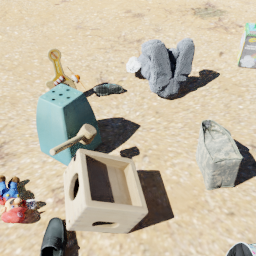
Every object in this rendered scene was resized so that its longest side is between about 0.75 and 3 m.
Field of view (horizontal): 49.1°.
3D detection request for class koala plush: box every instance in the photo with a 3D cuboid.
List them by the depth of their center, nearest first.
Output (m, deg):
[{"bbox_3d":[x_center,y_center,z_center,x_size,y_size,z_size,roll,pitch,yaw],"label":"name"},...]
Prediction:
[{"bbox_3d":[1.285,-2.833,12.868,2.454,2.544,2.768,-11,22,-26],"label":"koala plush"}]

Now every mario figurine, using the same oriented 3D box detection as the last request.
[{"bbox_3d":[-3.360,2.012,8.267,1.048,0.900,1.698,-19,45,-20],"label":"mario figurine"}]

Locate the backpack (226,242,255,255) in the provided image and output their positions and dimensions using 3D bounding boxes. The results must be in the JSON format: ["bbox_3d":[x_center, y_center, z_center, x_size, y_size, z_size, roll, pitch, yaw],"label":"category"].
[{"bbox_3d":[2.927,3.404,6.591,0.978,1.153,1.299,11,34,-22],"label":"backpack"}]

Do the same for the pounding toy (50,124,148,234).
[{"bbox_3d":[-1.158,1.335,7.978,2.576,1.342,2.932,15,38,-29],"label":"pounding toy"}]

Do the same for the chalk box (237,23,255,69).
[{"bbox_3d":[6.505,-4.359,14.054,1.459,2.345,1.451,11,44,11],"label":"chalk box"}]

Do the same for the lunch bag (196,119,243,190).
[{"bbox_3d":[2.806,0.803,9.081,1.096,1.529,1.864,-8,44,-2],"label":"lunch bag"}]

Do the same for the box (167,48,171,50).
[{"bbox_3d":[1.695,-3.896,15.040,1.467,0.361,1.519,14,44,12],"label":"box"}]

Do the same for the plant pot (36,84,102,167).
[{"bbox_3d":[-2.077,-0.181,9.516,1.617,2.288,1.616,24,47,26],"label":"plant pot"}]

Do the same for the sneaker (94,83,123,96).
[{"bbox_3d":[-0.913,-1.766,12.732,1.313,0.495,0.520,-3,28,-12],"label":"sneaker"}]

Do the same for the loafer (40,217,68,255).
[{"bbox_3d":[-1.925,3.122,7.219,0.640,0.661,1.884,-4,43,-4],"label":"loafer"}]

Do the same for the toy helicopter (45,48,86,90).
[{"bbox_3d":[-2.715,-2.164,11.693,1.571,2.375,0.937,-17,29,-13],"label":"toy helicopter"}]
